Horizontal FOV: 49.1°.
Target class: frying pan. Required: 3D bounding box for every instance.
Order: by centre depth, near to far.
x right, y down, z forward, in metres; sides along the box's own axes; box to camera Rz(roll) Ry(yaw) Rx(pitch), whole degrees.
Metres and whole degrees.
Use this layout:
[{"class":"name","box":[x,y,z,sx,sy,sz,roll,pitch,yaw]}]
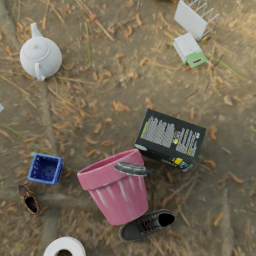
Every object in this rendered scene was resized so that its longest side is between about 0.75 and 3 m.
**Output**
[{"class":"frying pan","box":[0.341,1.129,7.499,1.513,0.915,0.246,10,94,-24]}]

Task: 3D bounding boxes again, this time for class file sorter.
[{"class":"file sorter","box":[2.977,-4.827,12.075,0.978,1.089,1.570,-39,77,-14]}]

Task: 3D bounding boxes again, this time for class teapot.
[{"class":"teapot","box":[-3.619,-2.976,11.389,1.820,1.329,1.796,35,77,9]}]

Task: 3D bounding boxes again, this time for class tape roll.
[{"class":"tape roll","box":[-2.169,4.501,9.641,1.398,0.489,1.398,0,73,0]}]

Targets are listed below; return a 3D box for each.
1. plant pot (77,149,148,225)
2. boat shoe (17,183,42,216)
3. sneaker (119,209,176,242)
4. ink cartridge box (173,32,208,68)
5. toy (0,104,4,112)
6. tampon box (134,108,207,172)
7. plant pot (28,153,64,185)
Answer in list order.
[{"class":"plant pot","box":[-0.327,2.046,9.593,2.266,2.266,2.028,-22,90,-6]},{"class":"boat shoe","box":[-3.604,2.568,10.215,0.486,0.486,1.381,-40,76,-10]},{"class":"sneaker","box":[0.627,3.326,9.666,2.055,1.091,0.768,-22,75,-6]},{"class":"ink cartridge box","box":[2.624,-3.225,11.916,0.792,0.452,1.525,-25,75,-7]},{"class":"toy","box":[-4.828,-0.925,9.884,0.238,1.010,0.582,-7,39,34]},{"class":"tampon box","box":[1.432,0.486,10.205,2.192,1.643,1.384,20,75,6]},{"class":"plant pot","box":[-2.947,1.543,10.294,0.996,0.895,0.995,11,75,3]}]
